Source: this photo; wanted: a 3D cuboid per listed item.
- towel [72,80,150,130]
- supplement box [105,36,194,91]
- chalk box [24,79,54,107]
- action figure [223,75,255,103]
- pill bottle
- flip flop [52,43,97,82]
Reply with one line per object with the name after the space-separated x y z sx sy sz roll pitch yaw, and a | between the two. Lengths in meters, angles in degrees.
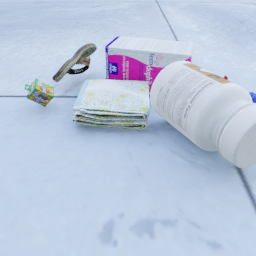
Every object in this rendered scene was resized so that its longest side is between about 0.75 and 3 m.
-0.409 -0.763 8.083 2.039 0.574 2.382 4 33 1 | towel
0.729 -2.132 9.396 2.730 1.382 1.411 8 33 13 | supplement box
-2.618 -1.063 8.147 0.775 0.481 0.484 27 35 -38 | chalk box
2.959 -1.057 7.752 2.231 0.728 1.104 -8 70 20 | action figure
1.887 -0.386 6.476 1.608 1.608 2.812 -16 36 -23 | pill bottle
-1.745 -2.197 9.789 0.667 0.940 2.318 41 45 -10 | flip flop
